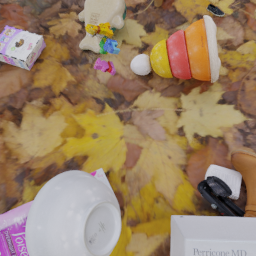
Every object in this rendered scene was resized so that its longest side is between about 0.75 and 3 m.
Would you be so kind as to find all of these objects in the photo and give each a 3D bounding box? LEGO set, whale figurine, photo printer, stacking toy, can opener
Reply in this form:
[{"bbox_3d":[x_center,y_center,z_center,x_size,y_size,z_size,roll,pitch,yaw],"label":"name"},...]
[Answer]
[{"bbox_3d":[-0.631,-1.860,5.930,0.581,0.540,1.417,-1,59,-32],"label":"LEGO set"},{"bbox_3d":[-0.927,-3.840,10.321,1.900,1.239,2.388,17,88,20],"label":"whale figurine"},{"bbox_3d":[2.699,1.522,8.006,0.974,0.338,0.811,16,64,8],"label":"photo printer"},{"bbox_3d":[1.481,-2.383,9.321,2.897,2.117,2.117,-7,63,15],"label":"stacking toy"},{"bbox_3d":[2.593,2.070,7.431,0.605,0.751,1.909,-43,95,-20],"label":"can opener"}]

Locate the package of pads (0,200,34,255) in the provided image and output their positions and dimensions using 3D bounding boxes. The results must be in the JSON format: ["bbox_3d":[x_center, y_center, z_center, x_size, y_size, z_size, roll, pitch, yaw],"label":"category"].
[{"bbox_3d":[-3.057,2.999,6.699,2.784,1.053,1.678,-22,79,-12],"label":"package of pads"}]

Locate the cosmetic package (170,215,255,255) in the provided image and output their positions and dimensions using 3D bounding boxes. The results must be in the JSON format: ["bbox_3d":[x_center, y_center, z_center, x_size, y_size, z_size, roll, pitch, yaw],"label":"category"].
[{"bbox_3d":[2.404,3.477,5.740,2.909,1.794,2.919,1,85,0],"label":"cosmetic package"}]

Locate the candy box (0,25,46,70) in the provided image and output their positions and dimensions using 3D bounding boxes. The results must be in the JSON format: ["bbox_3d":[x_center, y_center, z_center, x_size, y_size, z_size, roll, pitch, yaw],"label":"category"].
[{"bbox_3d":[-3.943,-2.888,10.050,1.503,0.538,1.261,19,65,10],"label":"candy box"}]

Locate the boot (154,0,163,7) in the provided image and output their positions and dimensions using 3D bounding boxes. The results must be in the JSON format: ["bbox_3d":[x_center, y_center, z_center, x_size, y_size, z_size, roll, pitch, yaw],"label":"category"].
[{"bbox_3d":[1.473,-5.709,11.088,0.564,1.148,1.604,24,66,10],"label":"boot"}]

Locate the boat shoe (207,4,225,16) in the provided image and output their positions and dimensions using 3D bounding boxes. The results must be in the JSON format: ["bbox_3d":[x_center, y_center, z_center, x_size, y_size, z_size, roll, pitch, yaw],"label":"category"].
[{"bbox_3d":[3.478,-4.668,11.088,0.777,0.242,0.290,36,67,15],"label":"boat shoe"}]

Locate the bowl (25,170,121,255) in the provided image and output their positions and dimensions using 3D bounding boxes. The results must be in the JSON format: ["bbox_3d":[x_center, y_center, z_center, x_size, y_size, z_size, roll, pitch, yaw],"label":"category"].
[{"bbox_3d":[-0.730,1.721,4.994,0.867,1.928,1.928,-7,56,40],"label":"bowl"}]

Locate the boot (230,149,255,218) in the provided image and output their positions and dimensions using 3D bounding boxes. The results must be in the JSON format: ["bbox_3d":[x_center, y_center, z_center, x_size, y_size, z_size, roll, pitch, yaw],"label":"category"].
[{"bbox_3d":[3.350,1.944,7.384,2.475,0.949,1.921,46,66,-1],"label":"boot"}]

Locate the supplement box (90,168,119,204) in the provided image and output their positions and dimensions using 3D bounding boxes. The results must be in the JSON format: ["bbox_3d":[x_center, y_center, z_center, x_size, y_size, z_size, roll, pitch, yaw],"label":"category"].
[{"bbox_3d":[-0.727,1.761,7.770,0.554,0.566,1.096,-24,68,-10],"label":"supplement box"}]
